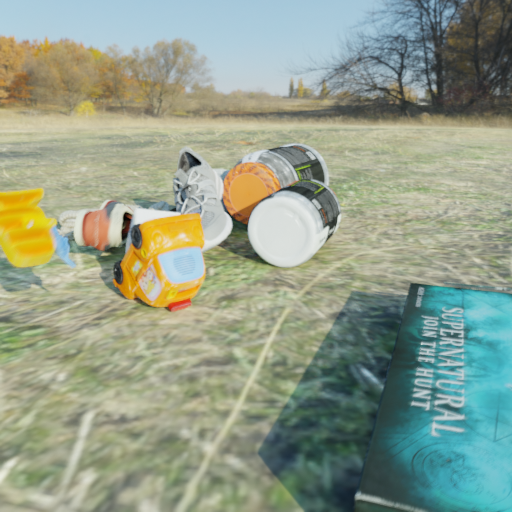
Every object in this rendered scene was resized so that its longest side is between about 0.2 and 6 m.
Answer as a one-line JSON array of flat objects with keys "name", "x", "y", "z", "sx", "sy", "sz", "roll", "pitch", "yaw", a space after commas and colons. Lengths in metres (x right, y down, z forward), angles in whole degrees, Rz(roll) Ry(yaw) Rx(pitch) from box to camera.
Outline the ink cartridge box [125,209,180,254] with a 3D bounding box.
[{"name": "ink cartridge box", "x": -1.903, "y": -0.327, "z": 10.333, "sx": 0.848, "sy": 1.158, "sz": 0.497, "roll": 5, "pitch": 57, "yaw": -19}]

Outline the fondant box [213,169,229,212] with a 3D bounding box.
[{"name": "fondant box", "x": -0.842, "y": -1.748, "z": 15.082, "sx": 0.322, "sy": 1.106, "sz": 0.798, "roll": 5, "pitch": 5, "yaw": 31}]

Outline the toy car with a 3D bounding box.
[{"name": "toy car", "x": -2.122, "y": 0.260, "z": 7.884, "sx": 3.866, "sy": 1.896, "sz": 1.286, "roll": 0, "pitch": 54, "yaw": -54}]

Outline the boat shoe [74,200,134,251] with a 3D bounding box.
[{"name": "boat shoe", "x": -2.916, "y": -0.646, "z": 11.725, "sx": 0.871, "sy": 0.991, "sz": 2.783, "roll": 2, "pitch": 8, "yaw": 2}]

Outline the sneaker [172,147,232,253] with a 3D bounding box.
[{"name": "sneaker", "x": -1.395, "y": -1.184, "z": 11.983, "sx": 1.212, "sy": 1.330, "sz": 3.244, "roll": -28, "pitch": 35, "yaw": 9}]

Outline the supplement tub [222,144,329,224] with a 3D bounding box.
[{"name": "supplement tub", "x": 0.515, "y": -1.823, "z": 14.359, "sx": 1.869, "sy": 1.869, "sz": 3.050, "roll": 9, "pitch": 18, "yaw": 26}]

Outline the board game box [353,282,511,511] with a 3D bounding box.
[{"name": "board game box", "x": 3.004, "y": 1.460, "z": 5.645, "sx": 3.281, "sy": 0.683, "sz": 4.851, "roll": 5, "pitch": 18, "yaw": 18}]

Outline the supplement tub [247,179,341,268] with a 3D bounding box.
[{"name": "supplement tub", "x": 0.891, "y": -0.767, "z": 11.579, "sx": 1.477, "sy": 1.477, "sz": 2.412, "roll": 7, "pitch": 19, "yaw": 21}]

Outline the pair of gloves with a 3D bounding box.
[{"name": "pair of gloves", "x": -2.915, "y": -0.926, "z": 13.591, "sx": 3.490, "sy": 0.612, "sz": 2.967, "roll": 5, "pitch": 18, "yaw": 19}]
